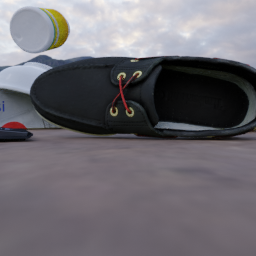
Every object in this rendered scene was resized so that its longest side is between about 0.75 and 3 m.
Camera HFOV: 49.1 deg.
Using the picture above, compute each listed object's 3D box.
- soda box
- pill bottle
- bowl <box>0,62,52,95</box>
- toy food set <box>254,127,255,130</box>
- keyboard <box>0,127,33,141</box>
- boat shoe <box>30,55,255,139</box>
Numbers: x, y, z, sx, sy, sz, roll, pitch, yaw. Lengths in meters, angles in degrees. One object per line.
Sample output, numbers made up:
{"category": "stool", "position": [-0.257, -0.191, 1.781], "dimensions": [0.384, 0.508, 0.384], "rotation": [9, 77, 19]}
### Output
{"category": "soda box", "position": [-2.633, -0.377, 6.273], "dimensions": [2.390, 0.816, 0.758], "rotation": [-1, 2, -36]}
{"category": "pill bottle", "position": [-2.486, -2.957, 8.406], "dimensions": [1.224, 1.224, 2.170], "rotation": [0, 21, 6]}
{"category": "bowl", "position": [-2.167, -0.877, 6.772], "dimensions": [2.246, 1.010, 2.246], "rotation": [13, -16, 4]}
{"category": "toy food set", "position": [1.732, -0.280, 5.736], "dimensions": [1.543, 0.650, 2.150], "rotation": [-1, 2, -35]}
{"category": "keyboard", "position": [-1.517, 0.061, 3.230], "dimensions": [0.705, 0.151, 1.174], "rotation": [6, -2, -24]}
{"category": "boat shoe", "position": [0.190, -0.407, 3.306], "dimensions": [2.854, 1.044, 0.894], "rotation": [4, -6, 3]}
